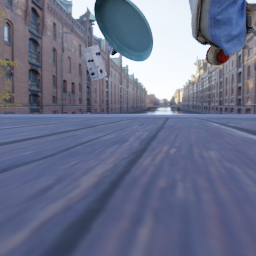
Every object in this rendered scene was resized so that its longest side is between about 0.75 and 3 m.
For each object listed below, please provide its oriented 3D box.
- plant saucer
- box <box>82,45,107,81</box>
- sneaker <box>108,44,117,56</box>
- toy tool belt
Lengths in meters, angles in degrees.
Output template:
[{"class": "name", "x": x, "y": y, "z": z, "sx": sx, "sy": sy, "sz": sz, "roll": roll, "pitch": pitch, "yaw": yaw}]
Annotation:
[{"class": "plant saucer", "x": -0.044, "y": -1.484, "z": 4.144, "sx": 0.154, "sy": 1.124, "sz": 1.124, "roll": -48, "pitch": 25, "yaw": -20}, {"class": "box", "x": -1.518, "y": -2.995, "z": 12.902, "sx": 0.446, "sy": 1.485, "sz": 0.866, "roll": -9, "pitch": 18, "yaw": 25}, {"class": "sneaker", "x": -0.325, "y": -2.907, "z": 8.199, "sx": 1.053, "sy": 1.195, "sz": 2.682, "roll": -30, "pitch": 18, "yaw": 8}, {"class": "toy tool belt", "x": 2.744, "y": -2.816, "z": 7.743, "sx": 1.747, "sy": 2.797, "sz": 1.719, "roll": -37, "pitch": 38, "yaw": -14}]
